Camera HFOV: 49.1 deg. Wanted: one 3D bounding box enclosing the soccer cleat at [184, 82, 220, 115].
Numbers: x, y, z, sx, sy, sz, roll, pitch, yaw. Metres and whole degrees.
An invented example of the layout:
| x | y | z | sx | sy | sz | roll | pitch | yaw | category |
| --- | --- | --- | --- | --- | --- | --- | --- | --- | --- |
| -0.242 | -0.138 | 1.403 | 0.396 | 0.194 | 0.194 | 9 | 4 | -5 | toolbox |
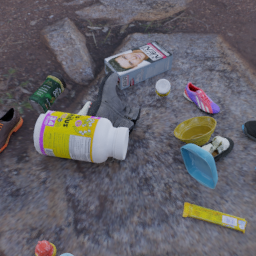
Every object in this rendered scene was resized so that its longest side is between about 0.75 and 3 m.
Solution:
| x | y | z | sx | sy | sz | roll | pitch | yaw | category |
| --- | --- | --- | --- | --- | --- | --- | --- | --- | --- |
| 3.006 | -1.194 | 11.404 | 0.598 | 0.642 | 1.754 | -32 | 56 | -25 | soccer cleat |

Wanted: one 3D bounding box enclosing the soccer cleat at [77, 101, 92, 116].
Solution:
| x | y | z | sx | sy | sz | roll | pitch | yaw | category |
| --- | --- | --- | --- | --- | --- | --- | --- | --- | --- |
| -1.785 | -0.463 | 10.873 | 0.603 | 0.538 | 1.554 | 5 | 51 | 10 | soccer cleat |

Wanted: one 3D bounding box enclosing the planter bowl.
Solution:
| x | y | z | sx | sy | sz | roll | pitch | yaw | category |
| --- | --- | --- | --- | --- | --- | --- | --- | --- | --- |
| 2.463 | 0.228 | 10.022 | 1.521 | 0.634 | 1.521 | -20 | 24 | 9 | planter bowl |

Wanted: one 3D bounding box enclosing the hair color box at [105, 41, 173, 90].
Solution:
| x | y | z | sx | sy | sz | roll | pitch | yaw | category |
| --- | --- | --- | --- | --- | --- | --- | --- | --- | --- |
| 0.497 | -2.901 | 12.742 | 2.805 | 0.850 | 1.389 | -26 | 54 | -20 | hair color box |

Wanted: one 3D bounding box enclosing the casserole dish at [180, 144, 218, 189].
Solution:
| x | y | z | sx | sy | sz | roll | pitch | yaw | category |
| --- | --- | --- | --- | --- | --- | --- | --- | --- | --- |
| 2.175 | 1.107 | 8.349 | 0.355 | 1.828 | 1.107 | -42 | 45 | -17 | casserole dish |

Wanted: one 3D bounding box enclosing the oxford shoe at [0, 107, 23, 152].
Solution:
| x | y | z | sx | sy | sz | roll | pitch | yaw | category |
| --- | --- | --- | --- | --- | --- | --- | --- | --- | --- |
| -4.683 | 0.138 | 10.159 | 0.765 | 0.779 | 2.149 | 12 | 50 | 10 | oxford shoe |

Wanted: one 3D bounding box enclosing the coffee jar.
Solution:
| x | y | z | sx | sy | sz | roll | pitch | yaw | category |
| --- | --- | --- | --- | --- | --- | --- | --- | --- | --- |
| -2.326 | -1.044 | 8.222 | 0.521 | 0.637 | 1.222 | 21 | 62 | 18 | coffee jar |

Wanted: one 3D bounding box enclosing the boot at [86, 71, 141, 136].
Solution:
| x | y | z | sx | sy | sz | roll | pitch | yaw | category |
| --- | --- | --- | --- | --- | --- | --- | --- | --- | --- |
| -0.342 | -0.896 | 10.931 | 1.867 | 0.990 | 2.837 | 16 | 59 | 5 | boot |

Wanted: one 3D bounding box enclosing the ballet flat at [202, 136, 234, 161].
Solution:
| x | y | z | sx | sy | sz | roll | pitch | yaw | category |
| --- | --- | --- | --- | --- | --- | --- | --- | --- | --- |
| 2.962 | 0.758 | 9.662 | 2.122 | 0.726 | 0.722 | -29 | 54 | -24 | ballet flat |

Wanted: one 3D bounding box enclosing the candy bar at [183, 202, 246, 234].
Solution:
| x | y | z | sx | sy | sz | roll | pitch | yaw | category |
| --- | --- | --- | --- | --- | --- | --- | --- | --- | --- |
| 2.584 | 2.671 | 8.350 | 1.883 | 0.209 | 0.470 | 13 | 54 | 11 | candy bar |

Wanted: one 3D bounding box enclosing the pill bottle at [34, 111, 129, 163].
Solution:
| x | y | z | sx | sy | sz | roll | pitch | yaw | category |
| --- | --- | --- | --- | --- | --- | --- | --- | --- | --- |
| -1.509 | 0.334 | 9.489 | 2.950 | 1.538 | 1.538 | 8 | 50 | 6 | pill bottle |

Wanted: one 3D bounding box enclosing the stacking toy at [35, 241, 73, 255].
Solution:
| x | y | z | sx | sy | sz | roll | pitch | yaw | category |
| --- | --- | --- | --- | --- | --- | --- | --- | --- | --- |
| -2.053 | 3.653 | 7.272 | 1.314 | 0.555 | 1.189 | 21 | 52 | 18 | stacking toy |

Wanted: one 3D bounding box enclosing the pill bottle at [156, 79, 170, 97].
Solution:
| x | y | z | sx | sy | sz | roll | pitch | yaw | category |
| --- | --- | --- | --- | --- | --- | --- | --- | --- | --- |
| 1.264 | -1.405 | 10.113 | 0.520 | 0.925 | 0.520 | -1 | 85 | 7 | pill bottle |

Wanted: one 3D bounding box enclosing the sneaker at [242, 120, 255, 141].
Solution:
| x | y | z | sx | sy | sz | roll | pitch | yaw | category |
| --- | --- | --- | --- | --- | --- | --- | --- | --- | --- |
| 5.507 | -0.027 | 10.133 | 2.555 | 1.046 | 0.935 | 7 | 50 | 6 | sneaker |
